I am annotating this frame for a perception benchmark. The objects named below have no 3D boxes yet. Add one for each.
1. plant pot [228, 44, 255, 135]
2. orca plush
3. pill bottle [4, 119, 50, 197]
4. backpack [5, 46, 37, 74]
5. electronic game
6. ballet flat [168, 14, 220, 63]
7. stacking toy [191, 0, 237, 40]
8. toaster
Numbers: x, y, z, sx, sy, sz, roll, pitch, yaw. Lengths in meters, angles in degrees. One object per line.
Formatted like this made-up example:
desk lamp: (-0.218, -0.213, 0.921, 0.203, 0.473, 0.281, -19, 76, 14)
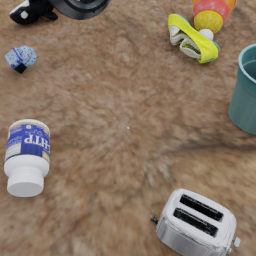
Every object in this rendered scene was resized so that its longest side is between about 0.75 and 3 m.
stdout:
plant pot: (3.259, -0.815, 6.680, 1.720, 1.685, 1.720, 0, 50, 0)
orca plush: (-2.889, -4.373, 10.261, 1.434, 0.969, 2.725, -13, 27, 51)
pill bottle: (-2.150, 0.646, 6.017, 0.900, 0.900, 1.503, -7, 53, -6)
backpack: (-3.101, -2.076, 8.195, 0.752, 0.506, 0.687, -34, 66, 8)
electronic game: (-1.203, -4.182, 7.411, 2.515, 2.515, 0.523, -37, 49, -26)
ballet flat: (1.844, -2.846, 8.928, 0.801, 0.798, 2.389, -35, 60, -8)
stacking toy: (2.673, -3.643, 9.377, 1.547, 1.547, 2.117, 16, 71, 12)
toaster: (1.167, 1.748, 5.066, 1.579, 1.020, 0.897, 25, 55, 19)
